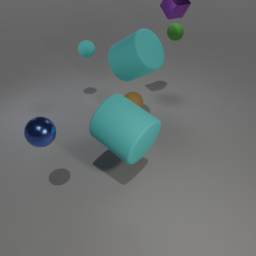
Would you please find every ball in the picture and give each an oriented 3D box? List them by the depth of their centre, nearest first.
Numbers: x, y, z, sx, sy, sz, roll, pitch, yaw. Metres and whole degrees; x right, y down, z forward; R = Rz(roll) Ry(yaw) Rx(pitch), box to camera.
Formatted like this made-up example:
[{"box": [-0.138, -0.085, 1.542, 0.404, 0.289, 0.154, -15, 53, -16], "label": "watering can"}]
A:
[{"box": [-1.980, 0.090, 6.333, 0.700, 0.700, 0.700, 0, 34, 0], "label": "ball"}, {"box": [0.158, -0.865, 9.390, 0.700, 0.700, 0.700, 0, 34, 0], "label": "ball"}, {"box": [-1.722, -3.288, 11.656, 0.700, 0.700, 0.700, 0, 34, 0], "label": "ball"}, {"box": [1.994, -4.039, 11.789, 0.700, 0.700, 0.700, 0, 34, 0], "label": "ball"}]

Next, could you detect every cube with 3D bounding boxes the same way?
[{"box": [1.724, -4.513, 10.244, 0.700, 0.700, 0.700, -18, 74, -25], "label": "cube"}]

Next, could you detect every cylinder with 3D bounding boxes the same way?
[{"box": [-0.076, 0.022, 7.519, 1.400, 1.400, 1.400, 36, 46, 20], "label": "cylinder"}, {"box": [0.275, -2.457, 9.603, 1.400, 1.400, 1.400, -15, 17, 45], "label": "cylinder"}]
